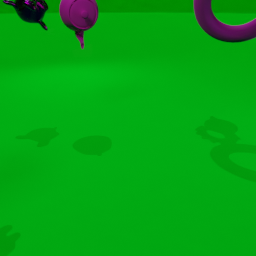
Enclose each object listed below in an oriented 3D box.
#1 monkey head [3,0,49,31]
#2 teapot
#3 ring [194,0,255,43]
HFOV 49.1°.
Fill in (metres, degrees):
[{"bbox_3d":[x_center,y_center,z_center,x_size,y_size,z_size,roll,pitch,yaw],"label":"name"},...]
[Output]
[{"bbox_3d":[-2.674,-3.192,7.551,1.328,0.800,0.956,30,30,-24],"label":"monkey head"},{"bbox_3d":[-1.196,-2.874,7.102,1.014,1.631,0.799,-7,31,-23],"label":"teapot"},{"bbox_3d":[2.528,-2.888,6.356,2.033,2.033,0.407,6,47,12],"label":"ring"}]
